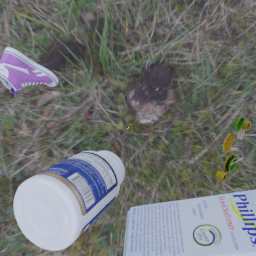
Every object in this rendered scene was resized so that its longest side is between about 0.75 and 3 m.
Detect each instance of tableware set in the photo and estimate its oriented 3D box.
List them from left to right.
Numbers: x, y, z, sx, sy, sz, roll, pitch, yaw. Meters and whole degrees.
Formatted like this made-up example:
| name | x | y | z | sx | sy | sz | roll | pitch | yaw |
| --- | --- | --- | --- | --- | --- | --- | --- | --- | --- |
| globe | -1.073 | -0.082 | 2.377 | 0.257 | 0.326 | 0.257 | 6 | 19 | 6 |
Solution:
| name | x | y | z | sx | sy | sz | roll | pitch | yaw |
| --- | --- | --- | --- | --- | --- | --- | --- | --- | --- |
| tableware set | 2.598 | 0.536 | 6.870 | 0.254 | 1.114 | 1.654 | 26 | 98 | 39 |

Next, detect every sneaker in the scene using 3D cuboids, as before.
| name | x | y | z | sx | sy | sz | roll | pitch | yaw |
| --- | --- | --- | --- | --- | --- | --- | --- | --- | --- |
| sneaker | -2.456 | -1.168 | 6.845 | 0.577 | 1.591 | 0.907 | 8 | 77 | 38 |

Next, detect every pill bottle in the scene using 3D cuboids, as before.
| name | x | y | z | sx | sy | sz | roll | pitch | yaw |
| --- | --- | --- | --- | --- | --- | --- | --- | --- | --- |
| pill bottle | -1.003 | 1.269 | 5.870 | 1.375 | 2.478 | 1.375 | 5 | 102 | 22 |

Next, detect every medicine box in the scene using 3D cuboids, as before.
| name | x | y | z | sx | sy | sz | roll | pitch | yaw |
| --- | --- | --- | --- | --- | --- | --- | --- | --- | --- |
| medicine box | 1.401 | 2.450 | 4.796 | 2.481 | 1.277 | 2.260 | -11 | 115 | 9 |
